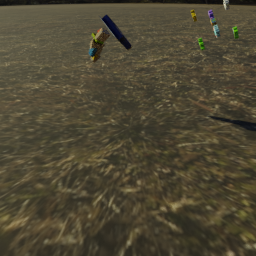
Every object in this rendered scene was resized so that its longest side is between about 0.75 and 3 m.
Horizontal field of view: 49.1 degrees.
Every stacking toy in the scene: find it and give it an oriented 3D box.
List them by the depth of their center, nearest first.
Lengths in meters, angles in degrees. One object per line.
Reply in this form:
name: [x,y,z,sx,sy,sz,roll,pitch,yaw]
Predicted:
stacking toy: [2.357,-2.828,7.660,1.013,1.343,0.316,-16,-19,18]

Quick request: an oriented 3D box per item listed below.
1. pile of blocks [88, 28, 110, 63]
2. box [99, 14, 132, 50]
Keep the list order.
pile of blocks: [-1.061,-2.707,8.995,0.571,1.391,0.432,-19,70,-33]
box: [-0.312,-2.685,7.865,0.211,0.787,1.300,-38,-7,13]
